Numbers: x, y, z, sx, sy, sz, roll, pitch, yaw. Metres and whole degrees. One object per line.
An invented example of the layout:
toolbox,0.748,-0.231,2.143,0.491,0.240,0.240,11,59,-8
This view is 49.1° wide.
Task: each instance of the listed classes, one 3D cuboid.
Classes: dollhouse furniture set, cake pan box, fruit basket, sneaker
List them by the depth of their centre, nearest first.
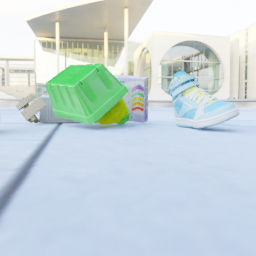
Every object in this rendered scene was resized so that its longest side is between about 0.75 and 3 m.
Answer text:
sneaker,1.643,-0.753,6.720,0.853,1.400,2.145,-20,8,-22
fruit basket,-0.883,-0.631,7.404,1.603,2.223,2.223,-44,27,-24
dollhouse furniture set,-2.711,-0.613,8.157,0.687,0.802,0.844,-40,-14,-3
cake pan box,-0.094,-0.901,8.426,1.451,1.336,0.379,10,20,25

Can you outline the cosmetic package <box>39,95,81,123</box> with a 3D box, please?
cosmetic package,-1.811,-0.642,9.208,2.049,0.924,1.094,2,9,-11
